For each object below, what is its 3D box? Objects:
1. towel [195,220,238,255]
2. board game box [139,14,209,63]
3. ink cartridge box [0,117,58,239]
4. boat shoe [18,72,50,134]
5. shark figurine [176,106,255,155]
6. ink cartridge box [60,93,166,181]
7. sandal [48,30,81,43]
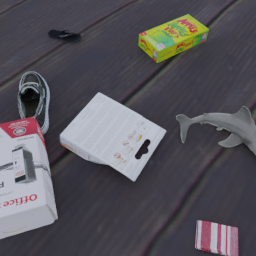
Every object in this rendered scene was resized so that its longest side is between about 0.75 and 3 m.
[{"bbox_3d":[2.140,2.645,6.730,0.988,0.112,0.712,10,54,7],"label":"towel"},{"bbox_3d":[1.777,-3.545,10.971,2.459,0.585,1.249,-28,58,-19],"label":"board game box"},{"bbox_3d":[-3.051,1.218,7.136,1.969,1.112,2.682,-14,54,-11],"label":"ink cartridge box"},{"bbox_3d":[-2.983,-1.008,8.888,0.958,0.942,2.657,-15,55,-11],"label":"boat shoe"},{"bbox_3d":[2.922,-0.214,8.206,2.867,1.196,1.713,18,54,11],"label":"shark figurine"},{"bbox_3d":[-0.415,0.253,8.321,2.487,0.623,2.017,31,59,9],"label":"ink cartridge box"},{"bbox_3d":[-2.593,-3.761,11.313,1.390,0.298,0.528,10,54,8],"label":"sandal"}]
